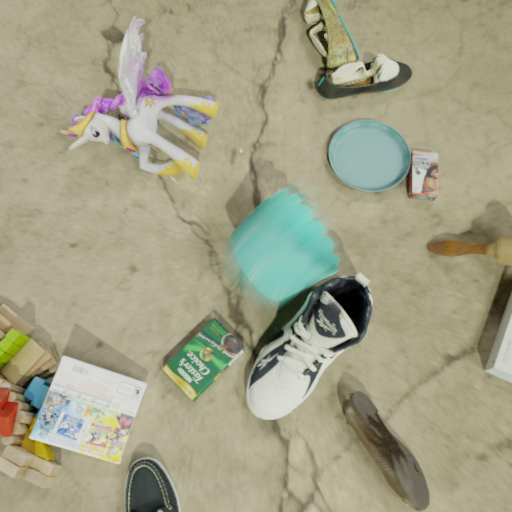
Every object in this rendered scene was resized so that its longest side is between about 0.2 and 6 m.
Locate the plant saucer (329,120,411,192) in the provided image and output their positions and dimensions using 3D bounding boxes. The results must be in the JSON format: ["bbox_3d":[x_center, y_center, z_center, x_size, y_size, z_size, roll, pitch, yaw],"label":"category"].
[{"bbox_3d":[2.322,-2.028,11.543,1.674,0.229,1.674,0,69,-1],"label":"plant saucer"}]

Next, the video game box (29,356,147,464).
[{"bbox_3d":[-2.812,2.609,9.496,1.533,0.359,1.397,23,67,-14],"label":"video game box"}]

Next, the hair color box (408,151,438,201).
[{"bbox_3d":[3.390,-1.625,11.350,0.532,0.307,0.960,5,71,2],"label":"hair color box"}]

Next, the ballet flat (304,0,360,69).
[{"bbox_3d":[1.528,-5.216,12.448,0.903,0.903,2.554,-14,70,-5],"label":"ballet flat"}]

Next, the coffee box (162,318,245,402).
[{"bbox_3d":[-0.933,1.863,10.053,1.328,0.292,0.817,-42,75,-14],"label":"coffee box"}]

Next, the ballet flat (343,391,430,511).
[{"bbox_3d":[2.132,3.297,9.452,0.726,0.500,2.155,-19,69,-51],"label":"ballet flat"}]

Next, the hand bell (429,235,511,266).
[{"bbox_3d":[4.223,-0.111,10.485,1.876,0.977,0.977,2,67,29],"label":"hand bell"}]

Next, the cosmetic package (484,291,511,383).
[{"bbox_3d":[5.189,1.478,10.082,1.486,0.509,1.971,25,72,7],"label":"cosmetic package"}]

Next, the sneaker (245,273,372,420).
[{"bbox_3d":[0.936,1.399,9.343,2.995,1.949,1.195,-40,74,-13],"label":"sneaker"}]

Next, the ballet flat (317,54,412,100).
[{"bbox_3d":[2.383,-3.839,11.942,2.162,0.739,0.735,-16,70,-6],"label":"ballet flat"}]

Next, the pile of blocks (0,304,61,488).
[{"bbox_3d":[-4.060,2.246,9.515,1.374,1.040,3.348,-27,72,-9],"label":"pile of blocks"}]

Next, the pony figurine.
[{"bbox_3d":[-2.203,-2.924,11.107,2.717,2.262,2.623,18,79,-9],"label":"pony figurine"}]

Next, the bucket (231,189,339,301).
[{"bbox_3d":[0.485,-0.155,9.725,1.154,1.773,1.773,-34,70,23],"label":"bucket"}]

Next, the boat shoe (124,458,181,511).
[{"bbox_3d":[-1.611,4.457,8.845,0.932,0.744,2.466,-16,70,-6],"label":"boat shoe"}]
